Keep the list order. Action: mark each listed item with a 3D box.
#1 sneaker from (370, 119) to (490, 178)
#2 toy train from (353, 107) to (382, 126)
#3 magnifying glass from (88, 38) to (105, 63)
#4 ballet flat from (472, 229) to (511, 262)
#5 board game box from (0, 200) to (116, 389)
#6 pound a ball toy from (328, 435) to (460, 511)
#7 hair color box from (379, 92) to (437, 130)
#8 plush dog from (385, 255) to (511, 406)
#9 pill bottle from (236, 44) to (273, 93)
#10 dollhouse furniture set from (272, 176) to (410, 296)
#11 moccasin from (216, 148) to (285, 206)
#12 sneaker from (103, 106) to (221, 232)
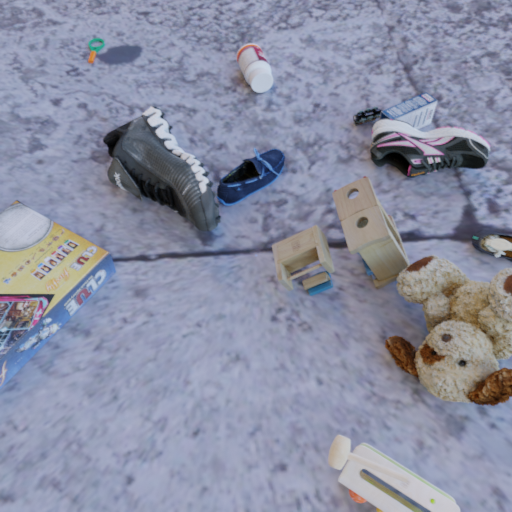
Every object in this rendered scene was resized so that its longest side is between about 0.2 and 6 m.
[{"bbox_3d":[3.527,-2.040,11.678,2.432,0.977,1.050,11,65,18],"label":"sneaker"},{"bbox_3d":[2.522,-3.171,12.721,0.682,0.389,0.291,-16,84,-8],"label":"toy train"},{"bbox_3d":[-4.227,-5.370,14.647,0.418,0.118,1.049,0,50,0],"label":"magnifying glass"},{"bbox_3d":[4.791,-0.113,10.231,1.626,0.594,0.594,15,54,14],"label":"ballet flat"},{"bbox_3d":[-4.502,0.782,9.523,2.405,0.614,3.551,27,56,20],"label":"board game box"},{"bbox_3d":[1.719,3.118,7.391,1.746,1.138,0.742,28,83,19],"label":"pound a ball toy"},{"bbox_3d":[3.358,-3.087,12.504,1.321,0.661,0.400,-25,56,-19],"label":"hair color box"},{"bbox_3d":[3.239,1.317,8.735,2.350,1.886,2.019,14,63,46],"label":"plush dog"},{"bbox_3d":[-0.018,-4.568,13.647,0.669,0.669,1.220,-13,54,-10],"label":"pill bottle"},{"bbox_3d":[1.485,-0.162,10.065,1.999,1.409,1.401,-24,49,19],"label":"dollhouse furniture set"},{"bbox_3d":[-0.036,-1.693,11.443,0.736,0.624,1.829,32,59,23],"label":"moccasin"},{"bbox_3d":[-1.985,-1.545,11.029,1.656,1.216,3.660,-25,53,-15],"label":"sneaker"}]
